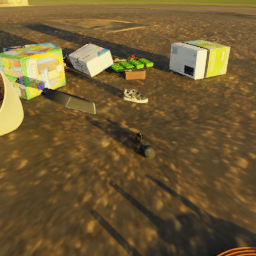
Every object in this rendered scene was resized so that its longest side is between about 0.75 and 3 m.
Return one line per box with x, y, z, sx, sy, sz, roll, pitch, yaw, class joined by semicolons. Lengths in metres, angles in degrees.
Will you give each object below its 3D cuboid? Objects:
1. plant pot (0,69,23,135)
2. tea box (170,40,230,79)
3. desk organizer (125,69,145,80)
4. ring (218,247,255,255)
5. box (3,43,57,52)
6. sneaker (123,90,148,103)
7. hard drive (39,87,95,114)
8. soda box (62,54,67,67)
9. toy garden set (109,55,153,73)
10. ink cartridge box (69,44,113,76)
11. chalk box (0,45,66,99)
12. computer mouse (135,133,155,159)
-3.263;-0.494;6.551;1.789;1.789;1.910;2;-11;4;plant pot
2.995;-2.950;11.880;1.723;1.170;1.752;-14;31;-26;tea box
0.285;-2.181;11.372;0.808;0.311;0.290;-5;29;-10;desk organizer
1.827;2.249;3.307;2.040;0.196;2.040;0;28;0;ring
-4.843;-3.763;13.992;2.466;0.606;1.015;-13;31;-23;box
0.243;-1.069;9.308;0.844;0.335;0.331;11;29;17;sneaker
-1.661;-0.778;7.718;1.046;0.328;1.551;13;7;-44;hard drive
-3.604;-3.110;12.908;1.548;0.490;0.548;-3;29;-7;soda box
-0.026;-2.831;12.582;1.783;0.356;1.486;-14;33;-23;toy garden set
-1.619;-2.974;12.141;1.190;0.687;1.630;-36;41;-20;ink cartridge box
-3.555;-1.973;9.820;1.424;1.417;2.288;18;32;30;chalk box
0.391;0.380;6.766;0.330;0.192;1.127;-8;29;-12;computer mouse
